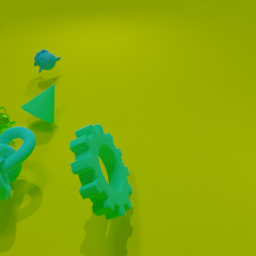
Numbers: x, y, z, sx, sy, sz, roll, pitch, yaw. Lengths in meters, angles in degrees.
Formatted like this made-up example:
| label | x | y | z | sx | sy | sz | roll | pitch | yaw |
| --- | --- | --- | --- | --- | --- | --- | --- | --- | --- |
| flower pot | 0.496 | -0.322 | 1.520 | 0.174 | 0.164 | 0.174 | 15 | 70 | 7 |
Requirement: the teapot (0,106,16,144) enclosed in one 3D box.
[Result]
| label | x | y | z | sx | sy | sz | roll | pitch | yaw |
| --- | --- | --- | --- | --- | --- | --- | --- | --- | --- |
| teapot | -3.319 | -0.047 | 7.522 | 0.574 | 0.729 | 1.173 | -14 | 73 | -18 |

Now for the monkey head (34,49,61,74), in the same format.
| label | x | y | z | sx | sy | sz | roll | pitch | yaw |
| --- | --- | --- | --- | --- | --- | --- | --- | --- | --- |
| monkey head | -2.916 | -2.284 | 9.799 | 0.691 | 0.825 | 1.147 | 46 | 48 | -8 |

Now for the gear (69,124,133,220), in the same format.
| label | x | y | z | sx | sy | sz | roll | pitch | yaw |
| --- | --- | --- | --- | --- | --- | --- | --- | --- | --- |
| gear | -0.460 | 0.804 | 5.365 | 0.329 | 1.779 | 1.779 | -22 | 38 | 16 |

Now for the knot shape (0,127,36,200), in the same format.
| label | x | y | z | sx | sy | sz | roll | pitch | yaw |
| --- | --- | --- | --- | --- | --- | --- | --- | --- | --- |
| knot shape | -2.556 | 0.794 | 5.701 | 0.771 | 1.668 | 1.561 | 28 | 5 | -16 |

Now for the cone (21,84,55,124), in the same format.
| label | x | y | z | sx | sy | sz | roll | pitch | yaw |
| --- | --- | --- | --- | --- | --- | --- | --- | --- | --- |
| cone | -2.270 | -0.781 | 7.769 | 0.996 | 0.996 | 1.000 | 28 | 90 | 29 |
